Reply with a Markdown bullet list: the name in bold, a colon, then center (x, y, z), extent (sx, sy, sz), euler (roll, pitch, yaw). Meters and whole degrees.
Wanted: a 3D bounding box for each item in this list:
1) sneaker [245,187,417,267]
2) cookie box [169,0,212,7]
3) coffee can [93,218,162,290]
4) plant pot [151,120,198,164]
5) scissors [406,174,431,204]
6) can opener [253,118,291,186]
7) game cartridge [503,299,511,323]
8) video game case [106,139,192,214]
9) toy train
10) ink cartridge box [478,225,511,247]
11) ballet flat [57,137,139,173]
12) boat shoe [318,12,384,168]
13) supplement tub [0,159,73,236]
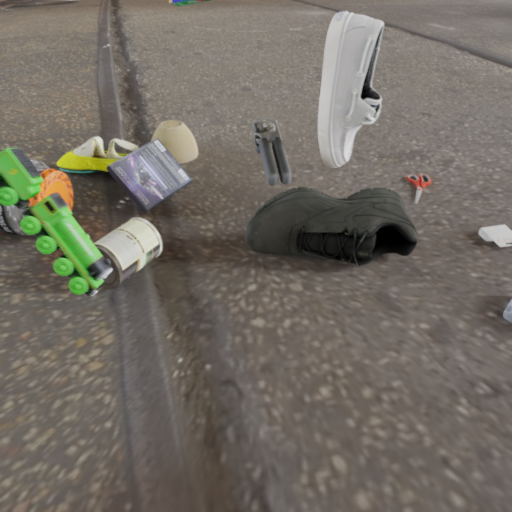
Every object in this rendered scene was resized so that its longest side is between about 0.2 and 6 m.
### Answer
- **sneaker**: center (1.442, -0.463, 10.273), extent (3.265, 1.240, 1.482), euler (-8, 40, -10)
- **cookie box**: center (-1.229, -5.391, 10.915), extent (0.983, 0.841, 0.369), euler (3, 10, 28)
- **coffee can**: center (-2.344, -0.061, 9.894), extent (0.846, 0.846, 1.156), euler (17, 37, 25)
- **plant pot**: center (-2.143, -2.996, 14.420), extent (1.257, 0.844, 1.257), euler (0, 32, 0)
- **scissors**: center (3.811, -1.552, 12.868), extent (0.556, 0.106, 1.519), euler (5, 32, 3)
- **can opener**: center (0.286, -1.951, 10.715), extent (0.491, 0.616, 1.841), euler (-6, 52, -7)
- **game cartridge**: center (4.776, 0.962, 8.888), extent (1.398, 0.283, 0.932), euler (24, 43, 31)
- **video game case**: center (-2.340, -1.813, 12.474), extent (1.258, 0.167, 1.761), euler (51, 42, -6)
- **toy train**: center (-2.613, -0.429, 7.123), extent (0.603, 2.138, 0.446), euler (-34, 11, 9)
- **ink cartridge box**: center (4.804, -0.343, 10.990), extent (0.563, 0.198, 0.693), euler (-7, 41, -11)
- **ballet flat**: center (-3.577, -2.374, 13.393), extent (2.674, 0.896, 0.893), euler (11, 27, 17)
- **boat shoe**: center (1.790, -2.888, 10.249), extent (1.009, 2.944, 1.060), euler (16, 37, 20)
- **supplement tub**: center (-5.043, -1.223, 11.052), extent (2.504, 1.534, 1.534), euler (8, 34, 13)
